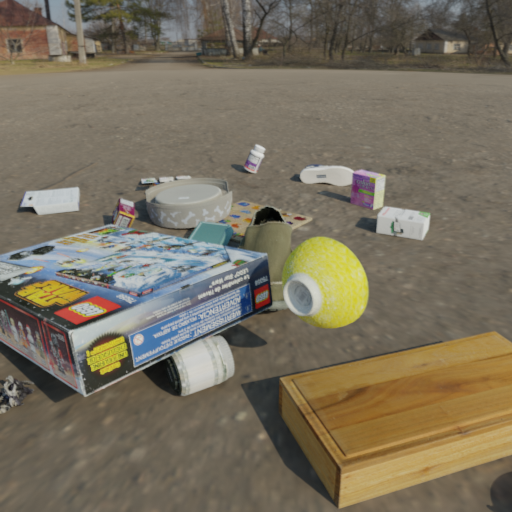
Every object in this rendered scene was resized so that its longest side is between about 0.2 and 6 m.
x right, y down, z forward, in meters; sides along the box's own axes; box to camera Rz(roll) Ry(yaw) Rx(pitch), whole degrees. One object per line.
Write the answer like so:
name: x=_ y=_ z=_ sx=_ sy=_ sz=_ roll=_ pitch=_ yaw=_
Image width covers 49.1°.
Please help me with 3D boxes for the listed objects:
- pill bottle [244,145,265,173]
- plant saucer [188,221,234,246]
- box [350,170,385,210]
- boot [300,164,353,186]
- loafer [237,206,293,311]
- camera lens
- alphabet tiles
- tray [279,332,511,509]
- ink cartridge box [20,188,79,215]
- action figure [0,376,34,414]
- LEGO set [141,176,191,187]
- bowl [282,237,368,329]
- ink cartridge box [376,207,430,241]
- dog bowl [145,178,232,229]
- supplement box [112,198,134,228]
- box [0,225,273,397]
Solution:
pill bottle: x=-0.034 y=-2.790 z=16.099 sx=0.412 sy=0.740 sz=0.412 roll=23 pitch=21 yaw=-9
plant saucer: x=-1.013 y=-0.146 z=10.580 sx=0.788 sy=0.214 sz=2.253 roll=8 pitch=26 yaw=7
box: x=2.651 y=-1.575 z=13.328 sx=0.381 sy=0.787 sz=0.692 roll=-20 pitch=31 yaw=-39
boot: x=1.983 y=-2.273 z=15.230 sx=1.505 sy=0.547 sz=0.680 roll=6 pitch=29 yaw=16
loafer: x=0.081 y=-0.047 z=9.441 sx=1.134 sy=1.050 sz=3.015 roll=0 pitch=23 yaw=-1
camera lens: x=-0.707 y=1.327 z=6.803 sx=0.734 sy=0.587 sz=0.587 roll=-15 pitch=27 yaw=-24
alphabet tiles: x=-0.339 y=-0.801 z=12.431 sx=2.456 sy=0.093 sz=2.053 roll=17 pitch=29 yaw=35
tray: x=1.912 y=1.639 z=6.200 sx=2.994 sy=0.554 sz=1.477 roll=-9 pitch=25 yaw=-18
ink cartridge box: x=-4.883 y=-1.304 z=13.363 sx=1.269 sy=0.258 sz=1.267 roll=-6 pitch=24 yaw=-13
action figure: x=-2.926 y=1.608 z=6.399 sx=0.528 sy=0.453 sz=0.888 roll=-4 pitch=23 yaw=17
LEGO set: x=-2.315 y=-1.841 z=14.698 sx=1.336 sy=0.439 sz=1.788 roll=-6 pitch=13 yaw=-11
bowl: x=0.648 y=0.379 z=6.331 sx=1.086 sy=1.086 sz=0.584 roll=20 pitch=30 yaw=38
ink cartridge box: x=3.076 y=-0.691 z=11.750 sx=0.970 sy=0.409 sz=0.709 roll=11 pitch=26 yaw=24
dog bowl: x=-1.493 y=-1.185 z=12.524 sx=2.044 sy=0.599 sz=2.044 roll=-4 pitch=23 yaw=2
supplement box: x=-2.802 y=-0.851 z=11.813 sx=0.346 sy=0.439 sz=0.670 roll=19 pitch=27 yaw=-23
box: x=-2.187 y=0.439 z=7.892 sx=2.807 sy=0.818 sz=4.099 roll=-20 pitch=22 yaw=-39
